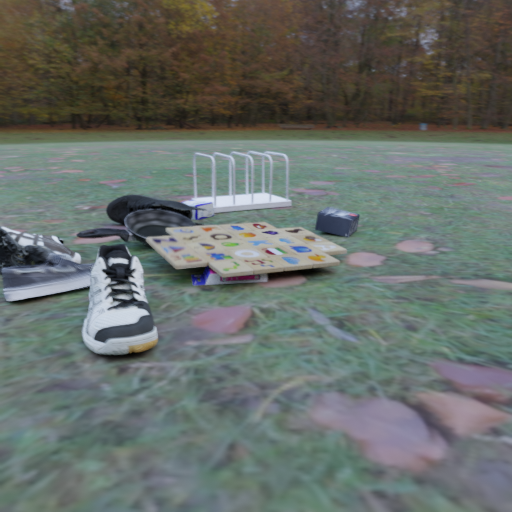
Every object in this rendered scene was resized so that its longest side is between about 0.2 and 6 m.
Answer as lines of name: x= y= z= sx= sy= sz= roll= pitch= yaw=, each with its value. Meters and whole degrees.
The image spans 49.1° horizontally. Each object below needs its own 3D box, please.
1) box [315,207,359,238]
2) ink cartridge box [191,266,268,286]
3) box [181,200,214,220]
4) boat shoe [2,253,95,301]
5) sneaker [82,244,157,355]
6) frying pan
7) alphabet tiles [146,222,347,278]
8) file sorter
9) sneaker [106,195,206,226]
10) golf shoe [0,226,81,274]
box: x=2.026 y=-0.844 z=13.916 sx=0.883 sy=0.459 sz=0.804 roll=15 pitch=21 yaw=20
ink cartridge box: x=-0.502 y=0.327 z=10.285 sx=1.360 sy=0.252 sz=0.644 roll=-5 pitch=16 yaw=-8
box: x=-1.738 y=-1.317 z=15.953 sx=0.803 sy=0.422 sz=0.739 roll=11 pitch=19 yaw=33
boat shoe: x=-3.362 y=0.256 z=9.577 sx=1.896 sy=0.643 sz=0.680 roll=-13 pitch=10 yaw=-39
sneaker: x=-1.997 y=0.520 z=7.890 sx=0.954 sy=1.105 sz=2.522 roll=-4 pitch=17 yaw=-21
frying pan: x=-2.410 y=-0.440 z=12.360 sx=1.658 sy=0.446 sz=2.741 roll=22 pitch=29 yaw=18
alphabet tiles: x=-0.182 y=-0.205 z=11.304 sx=3.680 sy=0.117 sz=3.062 roll=-5 pitch=19 yaw=-27
file sorter: x=-0.476 y=-2.385 z=17.575 sx=2.662 sy=1.658 sz=1.847 roll=-7 pitch=17 yaw=-26
sneaker: x=-2.590 y=-1.081 z=14.301 sx=2.728 sy=0.819 sz=1.423 roll=3 pitch=10 yaw=-1
golf shoe: x=-4.288 y=-0.041 z=10.673 sx=2.241 sy=0.871 sz=1.059 roll=21 pitch=18 yaw=32
